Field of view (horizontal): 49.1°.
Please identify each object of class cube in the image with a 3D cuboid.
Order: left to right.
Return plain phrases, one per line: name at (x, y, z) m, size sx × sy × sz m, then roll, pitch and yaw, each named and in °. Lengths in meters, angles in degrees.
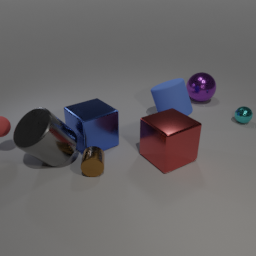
cube at (-1.273, -0.057, 9.891) m, size 1.400 × 1.400 × 1.400 m, roll -20°, pitch 35°, yaw -32°
cube at (1.334, 0.364, 9.104) m, size 1.400 × 1.400 × 1.400 m, roll -18°, pitch 34°, yaw -28°

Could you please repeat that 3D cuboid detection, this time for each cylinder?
cylinder at (-2.537, 0.305, 8.715) m, size 1.400 × 1.400 × 1.400 m, roll -14°, pitch 55°, yaw 21°
cylinder at (-1.076, 1.029, 8.640) m, size 0.700 × 0.700 × 0.700 m, roll -1°, pitch 28°, yaw -2°
cylinder at (1.795, -1.149, 11.489) m, size 1.400 × 1.400 × 1.400 m, roll -19°, pitch 15°, yaw 5°

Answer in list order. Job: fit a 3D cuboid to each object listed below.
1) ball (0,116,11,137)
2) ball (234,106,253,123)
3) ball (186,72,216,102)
ball at (-4.218, -0.045, 9.180) m, size 0.700 × 0.700 × 0.700 m, roll 0°, pitch 29°, yaw 0°
ball at (4.740, -0.542, 11.489) m, size 0.700 × 0.700 × 0.700 m, roll 0°, pitch 29°, yaw 0°
ball at (3.478, -1.940, 13.339) m, size 1.400 × 1.400 × 1.400 m, roll 0°, pitch 29°, yaw 0°
